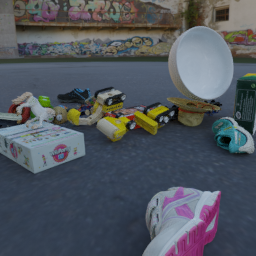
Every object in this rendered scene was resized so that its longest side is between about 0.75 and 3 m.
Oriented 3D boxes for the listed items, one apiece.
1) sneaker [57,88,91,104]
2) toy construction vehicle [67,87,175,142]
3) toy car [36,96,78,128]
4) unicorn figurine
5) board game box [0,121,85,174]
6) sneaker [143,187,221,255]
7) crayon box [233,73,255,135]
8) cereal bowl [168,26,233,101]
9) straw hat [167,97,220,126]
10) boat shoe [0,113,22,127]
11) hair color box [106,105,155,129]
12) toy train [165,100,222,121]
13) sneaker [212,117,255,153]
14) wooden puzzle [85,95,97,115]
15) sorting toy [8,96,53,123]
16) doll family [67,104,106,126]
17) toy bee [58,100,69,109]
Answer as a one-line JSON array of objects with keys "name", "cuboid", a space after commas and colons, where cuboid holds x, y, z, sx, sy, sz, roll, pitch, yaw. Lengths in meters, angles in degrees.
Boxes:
[{"name": "sneaker", "cuboid": [-2.668, -1.637, 13.908, 1.810, 0.741, 0.663, 3, 17, 12]}, {"name": "toy construction vehicle", "cuboid": [-0.226, -0.323, 9.231, 2.428, 0.982, 2.789, 32, 37, 28]}, {"name": "toy car", "cuboid": [-2.383, -0.398, 9.423, 1.324, 1.088, 1.045, 7, 13, -21]}, {"name": "unicorn figurine", "cuboid": [-2.440, -0.415, 7.496, 0.477, 1.292, 0.888, 18, 55, 32]}, {"name": "board game box", "cuboid": [-2.327, 0.387, 7.293, 2.012, 0.647, 1.484, 14, 22, 42]}, {"name": "sneaker", "cuboid": [0.608, 1.382, 3.801, 0.909, 0.838, 2.060, 8, 10, 28]}, {"name": "crayon box", "cuboid": [4.317, -0.950, 9.823, 0.718, 1.750, 2.783, 10, 19, 30]}, {"name": "cereal bowl", "cuboid": [2.459, -2.185, 9.980, 2.556, 2.556, 1.065, -8, 0, -25]}, {"name": "straw hat", "cuboid": [2.251, -0.494, 9.961, 1.914, 0.810, 1.914, 9, 16, -3]}, {"name": "boat shoe", "cuboid": [-4.447, -0.264, 9.537, 1.616, 0.503, 0.603, 6, 17, -5]}, {"name": "hair color box", "cuboid": [0.186, -0.377, 9.994, 1.806, 0.553, 0.917, -15, 24, -40]}, {"name": "toy train", "cuboid": [2.536, -0.654, 10.882, 2.663, 0.610, 0.454, -9, 22, -20]}, {"name": "sneaker", "cuboid": [2.790, 0.193, 7.912, 0.751, 0.731, 1.887, -10, 18, -4]}, {"name": "wooden puzzle", "cuboid": [-1.253, -0.990, 10.982, 1.119, 0.664, 0.079, -31, 39, 0]}, {"name": "sorting toy", "cuboid": [-3.503, -0.561, 10.387, 1.717, 1.032, 0.705, 7, -18, -1]}, {"name": "doll family", "cuboid": [-1.445, -0.599, 10.476, 1.848, 0.725, 1.068, -10, 25, -28]}, {"name": "toy bee", "cuboid": [-2.675, -0.739, 11.612, 0.831, 0.452, 0.544, -26, 26, 0]}]
